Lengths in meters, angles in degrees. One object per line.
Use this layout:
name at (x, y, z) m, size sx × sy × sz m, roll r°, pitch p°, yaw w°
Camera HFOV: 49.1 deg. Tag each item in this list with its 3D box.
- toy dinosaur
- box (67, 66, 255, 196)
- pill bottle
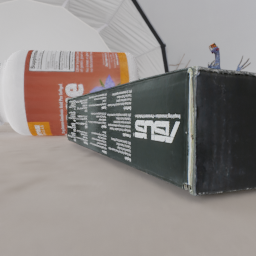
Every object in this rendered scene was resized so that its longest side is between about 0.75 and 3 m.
toy dinosaur at (2.601, -1.594, 8.885) m, size 1.188 × 2.054 × 2.263 m, roll 24°, pitch -42°, yaw -24°
box at (0.821, -0.057, 2.530) m, size 2.336 × 0.575 × 2.419 m, roll -3°, pitch 4°, yaw -24°
pill bottle at (-1.169, -0.580, 4.770) m, size 2.555 × 1.433 × 1.433 m, roll -1°, pitch 3°, yaw -9°
